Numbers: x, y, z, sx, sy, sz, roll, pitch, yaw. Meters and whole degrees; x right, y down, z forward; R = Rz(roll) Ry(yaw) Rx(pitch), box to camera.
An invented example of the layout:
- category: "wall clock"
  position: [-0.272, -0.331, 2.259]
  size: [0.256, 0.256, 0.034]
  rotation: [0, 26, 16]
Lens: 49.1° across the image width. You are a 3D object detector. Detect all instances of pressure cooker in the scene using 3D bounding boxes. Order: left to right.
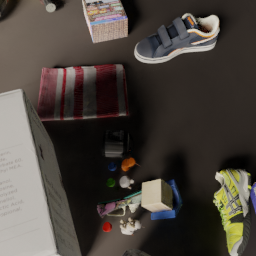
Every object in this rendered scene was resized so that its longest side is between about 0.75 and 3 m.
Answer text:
- category: "pressure cooker"
  position: [-0.227, 0.375, 6.767]
  size: [0.754, 0.674, 0.663]
  rotation: [3, 93, 1]

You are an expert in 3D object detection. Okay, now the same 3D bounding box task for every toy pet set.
- category: "toy pet set"
  position: [0.336, 1.517, 6.211]
  size: [1.505, 0.856, 1.612]
  rotation: [-18, 51, 30]

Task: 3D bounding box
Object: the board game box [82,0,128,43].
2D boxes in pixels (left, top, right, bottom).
- category: "board game box"
  position: [-0.750, -3.596, 9.039]
  size: [1.159, 0.704, 1.453]
  rotation: [-13, 61, -8]

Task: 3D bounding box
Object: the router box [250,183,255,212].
- category: "router box"
  position: [3.904, 2.196, 5.744]
  size: [2.084, 0.567, 2.322]
  rotation: [-4, 60, -2]

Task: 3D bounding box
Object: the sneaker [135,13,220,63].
- category: "sneaker"
  position: [1.460, -2.769, 8.388]
  size: [2.636, 1.047, 1.034]
  rotation: [-16, 62, -7]

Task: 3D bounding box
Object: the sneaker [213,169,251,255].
- category: "sneaker"
  position: [2.199, 1.751, 6.003]
  size: [0.737, 0.727, 1.928]
  rotation: [8, 49, 13]

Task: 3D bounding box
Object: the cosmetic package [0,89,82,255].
- category: "cosmetic package"
  position: [-2.502, 1.370, 5.133]
  size: [2.443, 2.440, 2.960]
  rotation: [-17, 62, -10]

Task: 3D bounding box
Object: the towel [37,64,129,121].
- category: "towel"
  position: [-1.246, -1.029, 7.804]
  size: [2.435, 0.277, 1.754]
  rotation: [-4, 61, -2]

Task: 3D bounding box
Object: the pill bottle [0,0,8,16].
- category: "pill bottle"
  position: [-4.509, -4.067, 9.341]
  size: [0.657, 0.657, 1.155]
  rotation: [5, 59, 3]

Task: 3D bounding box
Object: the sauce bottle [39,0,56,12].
- category: "sauce bottle"
  position: [-2.918, -4.679, 9.784]
  size: [0.540, 0.540, 1.637]
  rotation: [-24, 62, -13]

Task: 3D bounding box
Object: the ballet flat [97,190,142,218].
- category: "ballet flat"
  position: [-0.086, 1.699, 6.185]
  size: [1.183, 0.409, 0.421]
  rotation: [-16, 80, -4]

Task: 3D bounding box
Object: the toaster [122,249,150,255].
- category: "toaster"
  position: [0.284, 3.247, 4.376]
  size: [1.813, 1.595, 2.806]
  rotation: [26, 42, 18]
